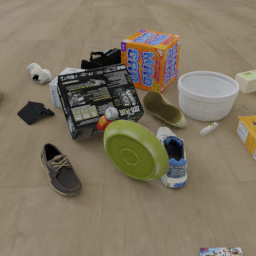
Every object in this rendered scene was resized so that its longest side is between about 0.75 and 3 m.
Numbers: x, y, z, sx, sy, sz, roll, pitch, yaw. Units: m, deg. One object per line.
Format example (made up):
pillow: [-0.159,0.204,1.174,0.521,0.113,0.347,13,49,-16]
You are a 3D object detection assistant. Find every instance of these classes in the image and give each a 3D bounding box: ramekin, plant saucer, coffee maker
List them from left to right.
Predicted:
coffee maker: [-0.999,-3.156,14.961,2.191,1.536,2.281,41,49,11]
plant saucer: [0.126,0.800,8.462,2.281,2.281,0.354,20,45,25]
ramekin: [3.431,-1.381,12.326,2.539,1.333,2.539,0,35,0]

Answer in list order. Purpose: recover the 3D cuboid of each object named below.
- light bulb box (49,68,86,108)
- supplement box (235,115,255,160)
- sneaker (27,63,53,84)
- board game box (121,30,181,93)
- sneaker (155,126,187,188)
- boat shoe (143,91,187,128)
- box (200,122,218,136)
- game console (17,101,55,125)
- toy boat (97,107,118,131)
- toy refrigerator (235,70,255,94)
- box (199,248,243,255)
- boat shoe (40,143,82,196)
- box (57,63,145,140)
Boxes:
light bulb box: [-2.292,-1.817,13.032,1.933,1.206,1.916,9,36,12]
supplement box: [4.783,0.441,10.272,0.766,0.792,2.303,-2,37,-4]
sneaker: [-4.974,-2.914,15.052,1.924,0.728,0.885,24,46,32]
board game box: [1.176,-3.493,14.458,2.275,2.275,2.277,18,39,23]
sneaker: [1.523,0.661,9.581,1.077,1.190,2.794,-3,35,-4]
boat shoe: [1.546,-0.796,12.084,0.931,0.803,2.554,-51,42,1]
box: [3.290,0.033,11.323,0.934,0.194,0.181,-27,43,-31]
game console: [-4.049,-0.635,12.326,1.236,0.720,1.087,33,17,37]
toy boat: [-0.057,0.212,9.738,2.135,0.992,1.795,38,35,-7]
toy refrigerator: [6.686,-2.503,14.343,2.330,0.815,0.885,-14,38,-18]
box: [2.306,3.270,6.773,1.034,0.195,0.706,-1,35,-1]
boat shoe: [-2.264,1.278,9.011,0.850,0.836,2.281,-25,43,-31]
box: [-1.114,-1.068,11.044,2.810,1.210,2.301,-16,76,-21]
